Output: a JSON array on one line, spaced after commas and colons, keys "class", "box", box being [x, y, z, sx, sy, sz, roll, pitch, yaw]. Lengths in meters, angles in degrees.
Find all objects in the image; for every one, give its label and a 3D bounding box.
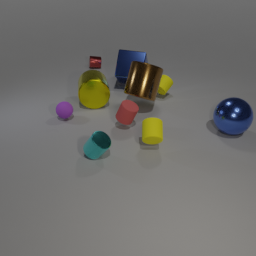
[{"class": "cube", "box": [0.202, -3.099, 14.504, 1.400, 1.400, 1.400, 9, -3, 8]}, {"class": "cylinder", "box": [0.655, -1.984, 11.895, 1.400, 1.400, 1.400, 15, 7, -2]}, {"class": "cylinder", "box": [-1.573, -1.782, 12.783, 1.400, 1.400, 1.400, -4, 30, -8]}, {"class": "cylinder", "box": [0.823, 0.106, 9.439, 0.700, 0.700, 0.700, 1, 64, 2]}, {"class": "ball", "box": [3.886, -0.438, 10.381, 1.400, 1.400, 1.400, 0, 30, 0]}, {"class": "cylinder", "box": [-0.036, -0.597, 10.715, 0.700, 0.700, 0.700, 17, 37, -14]}, {"class": "cylinder", "box": [-1.005, 0.559, 9.120, 0.700, 0.700, 0.700, 21, 46, -23]}, {"class": "cylinder", "box": [1.697, -2.071, 13.441, 0.700, 0.700, 0.700, 27, 71, 38]}, {"class": "ball", "box": [-2.608, -0.742, 11.503, 0.700, 0.700, 0.700, 0, 30, 0]}, {"class": "cylinder", "box": [-2.057, -4.128, 17.515, 0.700, 0.700, 0.700, 1, 29, -15]}]
